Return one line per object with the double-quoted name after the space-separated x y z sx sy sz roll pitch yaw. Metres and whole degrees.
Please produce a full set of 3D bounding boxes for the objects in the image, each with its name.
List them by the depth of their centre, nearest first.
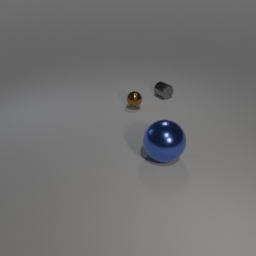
1.191 0.423 9.140 1.400 1.400 1.400 0 30 0 "ball"
0.290 -1.302 12.602 0.700 0.700 0.700 0 30 0 "ball"
1.751 -1.865 13.797 0.700 0.700 0.700 -19 35 -29 "cylinder"
